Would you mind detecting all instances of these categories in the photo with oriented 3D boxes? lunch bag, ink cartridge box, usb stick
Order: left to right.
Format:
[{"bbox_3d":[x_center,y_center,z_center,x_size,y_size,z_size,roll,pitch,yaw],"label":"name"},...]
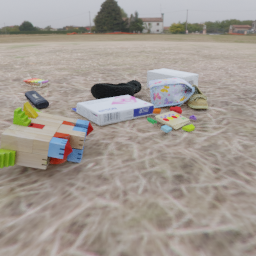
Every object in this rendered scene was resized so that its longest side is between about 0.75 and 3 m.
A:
[{"bbox_3d":[-4.080,-1.284,12.457,0.611,0.360,2.205,-12,25,-29],"label":"usb stick"},{"bbox_3d":[-0.671,-0.850,11.112,2.427,0.535,2.472,-14,26,-33],"label":"ink cartridge box"},{"bbox_3d":[1.857,-1.550,12.106,1.825,1.160,1.547,-9,19,5],"label":"lunch bag"}]

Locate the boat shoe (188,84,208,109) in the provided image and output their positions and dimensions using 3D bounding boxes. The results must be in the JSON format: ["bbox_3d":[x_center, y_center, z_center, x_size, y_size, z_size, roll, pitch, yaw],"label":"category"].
[{"bbox_3d":[3.005,-1.343,12.178,0.774,0.667,2.121,2,21,5],"label":"boat shoe"}]

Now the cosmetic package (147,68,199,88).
[{"bbox_3d":[2.264,-2.437,14.582,1.372,0.986,2.431,-16,25,-36],"label":"cosmetic package"}]

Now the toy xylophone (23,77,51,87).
[{"bbox_3d":[-5.084,-2.597,15.790,1.500,0.377,1.098,9,22,20],"label":"toy xylophone"}]

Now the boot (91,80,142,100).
[{"bbox_3d":[-0.513,-1.791,13.115,2.135,0.803,1.596,7,22,12],"label":"boot"}]

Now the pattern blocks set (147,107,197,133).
[{"bbox_3d":[1.594,-0.295,9.893,1.945,0.158,1.709,-11,33,-34],"label":"pattern blocks set"}]

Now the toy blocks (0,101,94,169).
[{"bbox_3d":[-1.974,0.301,7.410,1.937,1.416,2.834,11,17,-5],"label":"toy blocks"}]
